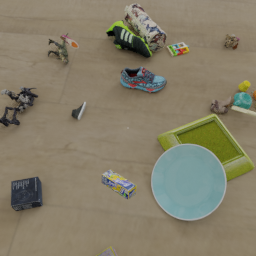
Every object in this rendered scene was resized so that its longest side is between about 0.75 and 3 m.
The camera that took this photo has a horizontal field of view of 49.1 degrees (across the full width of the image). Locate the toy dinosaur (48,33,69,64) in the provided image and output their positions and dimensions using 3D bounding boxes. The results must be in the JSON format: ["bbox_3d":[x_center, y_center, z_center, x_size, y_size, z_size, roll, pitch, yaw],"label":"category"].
[{"bbox_3d":[-3.335,-3.820,13.455,0.973,0.524,2.208,2,56,-17],"label":"toy dinosaur"}]

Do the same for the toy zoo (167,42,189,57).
[{"bbox_3d":[2.515,-3.871,13.718,1.048,0.107,0.687,-17,58,-10],"label":"toy zoo"}]

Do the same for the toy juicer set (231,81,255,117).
[{"bbox_3d":[4.992,-1.025,11.685,1.238,0.530,1.946,33,56,2],"label":"toy juicer set"}]

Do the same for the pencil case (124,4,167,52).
[{"bbox_3d":[0.808,-5.002,13.797,1.055,1.213,2.712,-43,61,18],"label":"pencil case"}]

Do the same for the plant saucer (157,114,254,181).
[{"bbox_3d":[2.894,0.741,10.388,2.729,0.653,2.725,-21,59,-13],"label":"plant saucer"}]

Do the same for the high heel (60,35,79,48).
[{"bbox_3d":[-2.469,-3.703,12.026,0.907,0.305,0.435,24,21,-7],"label":"high heel"}]

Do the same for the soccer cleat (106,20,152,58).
[{"bbox_3d":[0.038,-4.096,13.501,1.133,0.944,2.795,-40,63,-3],"label":"soccer cleat"}]

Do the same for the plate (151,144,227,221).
[{"bbox_3d":[2.012,1.793,9.448,2.521,0.322,2.521,-7,72,24],"label":"plate"}]

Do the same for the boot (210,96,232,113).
[{"bbox_3d":[3.886,-1.035,11.737,0.724,0.348,0.990,20,59,14],"label":"boot"}]

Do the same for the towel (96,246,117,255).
[{"bbox_3d":[-0.620,4.486,8.233,1.155,0.183,1.609,-23,60,-15],"label":"towel"}]

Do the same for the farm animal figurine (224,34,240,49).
[{"bbox_3d":[5.173,-4.369,13.838,0.723,0.450,0.895,15,58,9],"label":"farm animal figurine"}]

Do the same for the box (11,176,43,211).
[{"bbox_3d":[-3.417,2.221,9.476,0.896,0.565,0.911,-10,57,-6],"label":"box"}]

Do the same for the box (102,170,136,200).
[{"bbox_3d":[-0.246,1.490,7.432,0.972,0.312,0.340,26,36,34],"label":"box"}]

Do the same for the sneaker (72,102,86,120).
[{"bbox_3d":[-2.053,-0.772,11.577,0.432,0.308,0.870,17,63,5],"label":"sneaker"}]

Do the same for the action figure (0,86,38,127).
[{"bbox_3d":[-4.466,-1.080,11.372,1.218,1.046,2.049,8,58,18],"label":"action figure"}]

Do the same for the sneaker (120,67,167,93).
[{"bbox_3d":[0.667,-2.146,12.074,2.043,0.976,0.810,5,57,3],"label":"sneaker"}]
